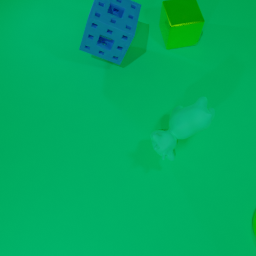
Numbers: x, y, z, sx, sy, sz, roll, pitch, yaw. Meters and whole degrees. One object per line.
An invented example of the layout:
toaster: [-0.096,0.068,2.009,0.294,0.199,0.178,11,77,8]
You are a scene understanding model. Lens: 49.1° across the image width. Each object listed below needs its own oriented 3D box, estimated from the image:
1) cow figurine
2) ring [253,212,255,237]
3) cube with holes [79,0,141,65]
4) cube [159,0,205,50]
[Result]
cow figurine: [1.361,0.032,7.097,0.891,1.624,1.598,50,43,-18]
ring: [3.888,2.477,6.801,1.652,0.330,1.652,0,67,0]
cube with holes: [-0.513,-2.854,7.951,1.259,1.259,1.259,18,60,-12]
cube: [1.648,-3.286,8.813,1.057,1.057,1.057,-10,67,-4]
